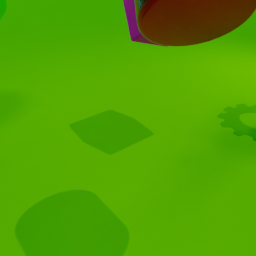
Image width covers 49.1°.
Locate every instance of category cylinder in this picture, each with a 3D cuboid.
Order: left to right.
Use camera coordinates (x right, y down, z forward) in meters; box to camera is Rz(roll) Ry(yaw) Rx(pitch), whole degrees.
[{"bbox_3d":[0.708,-1.876,3.271,1.347,1.347,1.347,-6,-11,-1],"label":"cylinder"}]

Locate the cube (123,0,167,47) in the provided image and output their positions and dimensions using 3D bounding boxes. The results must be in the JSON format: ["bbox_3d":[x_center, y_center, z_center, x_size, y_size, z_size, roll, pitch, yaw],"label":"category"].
[{"bbox_3d":[0.797,-2.676,6.148,1.263,1.263,1.263,-7,-6,-43],"label":"cube"}]

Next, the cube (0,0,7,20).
[{"bbox_3d":[-3.569,-3.067,6.713,0.956,0.956,0.956,20,62,-14],"label":"cube"}]
